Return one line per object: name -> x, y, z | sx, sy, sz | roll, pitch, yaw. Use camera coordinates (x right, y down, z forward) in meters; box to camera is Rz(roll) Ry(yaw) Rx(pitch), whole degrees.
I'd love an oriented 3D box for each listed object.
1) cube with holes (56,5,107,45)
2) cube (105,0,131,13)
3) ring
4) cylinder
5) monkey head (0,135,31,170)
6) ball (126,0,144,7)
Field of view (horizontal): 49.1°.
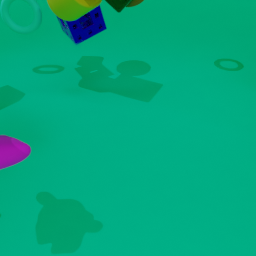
cube with holes -> -1.376, -3.157, 7.774 | 1.011, 1.011, 1.011 | -32, 51, -11
cube -> -0.083, -3.227, 5.273 | 1.186, 1.186, 1.186 | -18, 38, 59
ring -> -3.029, -3.251, 7.962 | 1.180, 1.180, 0.236 | 2, 30, 3
cylinder -> -1.188, -3.016, 6.259 | 0.959, 0.959, 0.959 | -31, 18, -36
monkey head -> -1.234, -0.026, 1.874 | 1.567, 0.944, 1.127 | 15, 21, 35
ball -> -0.008, -3.796, 7.191 | 1.280, 1.280, 1.280 | 0, 35, 0
